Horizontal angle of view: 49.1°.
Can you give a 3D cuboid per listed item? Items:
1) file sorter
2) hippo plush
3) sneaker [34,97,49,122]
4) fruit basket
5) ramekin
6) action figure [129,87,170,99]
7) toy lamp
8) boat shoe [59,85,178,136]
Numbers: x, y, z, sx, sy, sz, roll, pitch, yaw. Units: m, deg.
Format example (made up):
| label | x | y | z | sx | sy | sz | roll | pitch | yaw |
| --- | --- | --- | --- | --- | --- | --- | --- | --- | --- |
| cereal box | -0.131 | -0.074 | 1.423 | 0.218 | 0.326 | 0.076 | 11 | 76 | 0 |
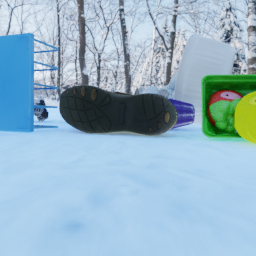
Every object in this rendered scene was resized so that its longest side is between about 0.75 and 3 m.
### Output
| label | x | y | z | sx | sy | sz | roll | pitch | yaw |
| --- | --- | --- | --- | --- | --- | --- | --- | --- | --- |
| file sorter | -2.786 | -1.105 | 7.418 | 1.602 | 2.309 | 1.417 | 2 | 3 | 20 |
| hippo plush | 1.708 | -1.746 | 13.834 | 2.397 | 2.374 | 2.981 | 0 | 6 | -5 |
| sneaker | -3.272 | -0.523 | 9.934 | 0.517 | 0.779 | 1.369 | -14 | 22 | 26 |
| fruit basket | 2.290 | -0.345 | 5.062 | 2.005 | 1.446 | 2.005 | 2 | -12 | 1 |
| ramekin | 2.385 | -1.374 | 8.590 | 1.315 | 2.824 | 2.824 | 13 | 10 | 20 |
| action figure | 0.701 | -0.872 | 10.330 | 1.546 | 1.327 | 2.600 | 12 | 7 | 16 |
| toy lamp | 0.247 | -0.369 | 7.314 | 2.914 | 0.848 | 0.848 | 1 | 5 | 1 |
| boat shoe | -0.231 | -0.333 | 6.482 | 2.875 | 1.088 | 1.062 | 11 | 4 | 23 |
